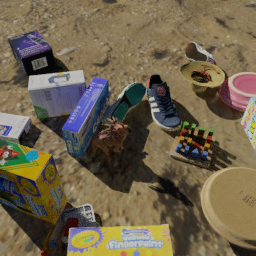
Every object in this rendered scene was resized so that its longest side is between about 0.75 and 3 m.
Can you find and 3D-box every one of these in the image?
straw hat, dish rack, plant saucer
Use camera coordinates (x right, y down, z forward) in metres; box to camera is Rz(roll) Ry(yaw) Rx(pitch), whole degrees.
[{"bbox_3d":[3.223,-2.088,12.477,2.091,0.885,2.091,4,44,-4],"label":"straw hat"},{"bbox_3d":[-1.515,2.813,8.450,1.033,0.225,0.886,-11,50,-10],"label":"dish rack"},{"bbox_3d":[5.271,-1.652,12.056,2.519,0.639,2.519,-3,42,2],"label":"plant saucer"}]

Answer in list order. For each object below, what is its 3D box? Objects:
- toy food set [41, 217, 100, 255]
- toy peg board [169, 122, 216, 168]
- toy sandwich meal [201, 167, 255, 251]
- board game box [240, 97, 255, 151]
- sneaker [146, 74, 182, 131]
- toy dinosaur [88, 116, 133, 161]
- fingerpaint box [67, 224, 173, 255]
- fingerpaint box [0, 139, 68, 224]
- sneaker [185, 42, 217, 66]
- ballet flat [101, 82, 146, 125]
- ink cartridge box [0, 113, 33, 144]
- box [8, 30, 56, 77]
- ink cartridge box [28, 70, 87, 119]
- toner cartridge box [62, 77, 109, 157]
[{"bbox_3d":[-1.463,3.057,7.651,1.781,0.850,0.801,4,28,7],"label":"toy food set"},{"bbox_3d":[2.418,0.503,10.231,1.435,0.702,1.429,16,49,15],"label":"toy peg board"},{"bbox_3d":[3.612,2.416,8.376,2.934,1.005,2.934,-2,46,2],"label":"toy sandwich meal"},{"bbox_3d":[5.339,0.244,10.004,1.394,1.369,2.658,-4,48,-4],"label":"board game box"},{"bbox_3d":[1.394,-1.131,11.385,1.048,1.181,2.795,-13,49,-12],"label":"sneaker"},{"bbox_3d":[-0.704,0.329,9.713,2.082,1.411,0.894,-24,51,14],"label":"toy dinosaur"},{"bbox_3d":[-0.181,3.209,6.919,2.337,1.950,0.857,-1,48,-2],"label":"fingerpaint box"},{"bbox_3d":[-3.027,1.562,8.049,2.071,2.483,0.911,15,49,13],"label":"fingerpaint box"},{"bbox_3d":[3.636,-3.545,14.047,0.965,0.829,2.278,17,32,-30],"label":"sneaker"},{"bbox_3d":[-0.250,-1.032,11.584,0.957,0.957,2.666,24,51,21],"label":"ballet flat"},{"bbox_3d":[-5.121,-0.076,10.944,2.438,0.452,1.154,10,49,6],"label":"ink cartridge box"},{"bbox_3d":[-4.725,-3.706,13.797,1.557,1.098,2.104,-27,54,-22],"label":"box"},{"bbox_3d":[-2.731,-1.346,11.324,2.164,1.572,0.947,-8,48,-7],"label":"ink cartridge box"},{"bbox_3d":[-1.488,-0.491,10.667,0.639,1.406,2.961,13,50,11],"label":"toner cartridge box"}]
